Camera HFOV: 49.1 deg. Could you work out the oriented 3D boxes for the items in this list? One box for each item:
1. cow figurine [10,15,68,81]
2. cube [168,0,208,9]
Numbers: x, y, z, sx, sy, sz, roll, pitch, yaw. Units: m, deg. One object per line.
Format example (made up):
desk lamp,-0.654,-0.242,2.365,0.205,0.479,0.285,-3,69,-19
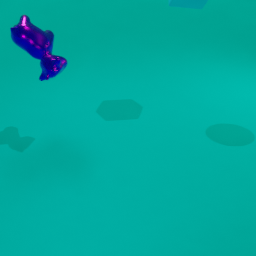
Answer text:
cow figurine,-2.200,-1.919,6.862,1.483,0.814,1.459,30,34,-37
cube,1.759,-4.100,7.788,1.042,1.042,1.042,1,-10,-9
